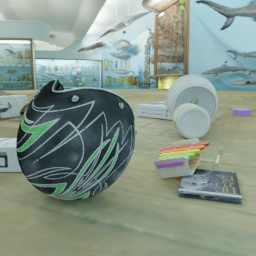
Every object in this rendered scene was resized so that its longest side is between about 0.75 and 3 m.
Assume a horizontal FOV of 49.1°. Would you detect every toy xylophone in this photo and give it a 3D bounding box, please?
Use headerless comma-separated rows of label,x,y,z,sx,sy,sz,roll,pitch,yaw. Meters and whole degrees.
toy xylophone,1.244,0.604,5.810,1.271,0.436,1.736,-11,5,16

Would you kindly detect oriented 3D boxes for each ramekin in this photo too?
ramekin,2.595,-1.002,11.171,2.104,2.104,0.980,0,22,1

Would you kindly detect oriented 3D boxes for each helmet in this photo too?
helmet,-0.815,0.203,4.480,1.916,1.916,1.827,-6,23,-30

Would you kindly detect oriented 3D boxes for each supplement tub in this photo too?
supplement tub,2.084,-0.275,9.446,1.075,1.075,1.483,0,10,2

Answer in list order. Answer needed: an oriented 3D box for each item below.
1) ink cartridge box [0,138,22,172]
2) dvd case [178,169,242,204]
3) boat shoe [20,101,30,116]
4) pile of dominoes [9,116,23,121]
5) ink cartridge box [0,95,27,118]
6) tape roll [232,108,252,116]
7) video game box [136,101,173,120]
ink cartridge box,-2.695,0.574,6.206,1.677,0.569,0.973,0,10,-1
dvd case,1.490,1.005,5.114,1.004,0.108,1.350,3,11,17
boat shoe,-3.987,-0.519,12.118,0.778,0.829,2.304,-42,39,-22
pile of dominoes,-4.150,-0.634,13.478,2.388,0.380,1.861,1,10,3
ink cartridge box,-6.372,-1.001,13.428,2.483,1.029,1.822,-11,12,-43
tape roll,6.050,-0.853,14.890,0.957,0.314,0.957,-1,10,0
video game box,2.369,-0.921,14.256,2.706,0.695,2.970,12,15,39
